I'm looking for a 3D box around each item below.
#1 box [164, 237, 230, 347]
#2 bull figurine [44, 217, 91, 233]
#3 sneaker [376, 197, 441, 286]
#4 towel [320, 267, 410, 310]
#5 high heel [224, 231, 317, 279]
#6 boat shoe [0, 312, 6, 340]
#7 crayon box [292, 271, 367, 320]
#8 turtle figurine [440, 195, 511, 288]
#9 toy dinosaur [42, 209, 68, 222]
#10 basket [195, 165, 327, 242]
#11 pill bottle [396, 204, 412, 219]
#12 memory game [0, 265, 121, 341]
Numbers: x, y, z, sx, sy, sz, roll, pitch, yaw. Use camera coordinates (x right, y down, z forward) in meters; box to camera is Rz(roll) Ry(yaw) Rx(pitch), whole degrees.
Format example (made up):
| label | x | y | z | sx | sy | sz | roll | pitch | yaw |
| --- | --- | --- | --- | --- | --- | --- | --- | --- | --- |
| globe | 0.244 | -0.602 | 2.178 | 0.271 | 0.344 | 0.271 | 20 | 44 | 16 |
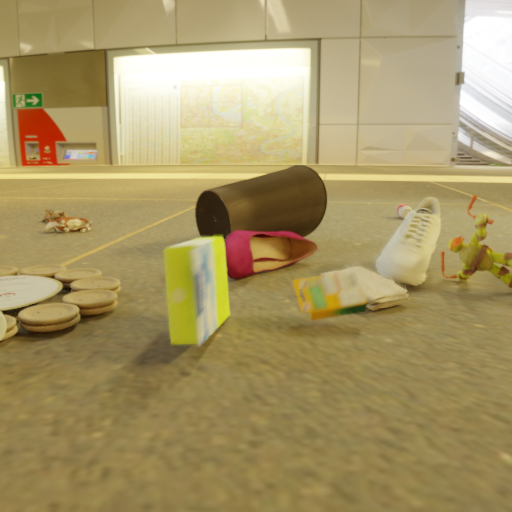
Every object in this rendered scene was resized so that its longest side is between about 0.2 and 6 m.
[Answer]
| label | x | y | z | sx | sy | sz | roll | pitch | yaw |
| --- | --- | --- | --- | --- | --- | --- | --- | --- | --- |
| box | -0.649 | 0.349 | 6.350 | 0.404 | 1.034 | 1.697 | -4 | 5 | 8 |
| bull figurine | -4.559 | -0.752 | 13.650 | 1.116 | 0.363 | 0.677 | -8 | 16 | -28 |
| sneaker | 2.561 | -0.263 | 9.181 | 0.829 | 0.873 | 2.169 | 21 | 33 | 14 |
| towel | 1.510 | 0.421 | 7.849 | 0.763 | 0.198 | 1.151 | -8 | 23 | -34 |
| high heel | 0.246 | -0.102 | 9.404 | 1.128 | 0.791 | 2.347 | -3 | 9 | 19 |
| boat shoe | -3.042 | 1.011 | 4.956 | 0.556 | 0.618 | 1.747 | -32 | 2 | 33 |
| crayon box | 0.888 | 0.487 | 6.864 | 0.813 | 0.210 | 0.511 | -8 | 50 | -6 |
| turtle figurine | 3.404 | -0.029 | 8.294 | 1.312 | 1.627 | 0.524 | 26 | 45 | 23 |
| toy dinosaur | -5.433 | -1.077 | 15.276 | 0.837 | 0.359 | 0.567 | 3 | 5 | -10 |
| basket | 0.016 | -0.929 | 11.684 | 2.266 | 1.541 | 2.043 | -16 | -10 | -37 |
| pill bottle | 4.232 | -1.252 | 15.948 | 0.382 | 0.382 | 0.680 | 1 | 12 | 3 |
| memory game | -3.635 | 0.593 | 7.581 | 3.569 | 0.227 | 3.569 | -1 | 12 | 0 |
